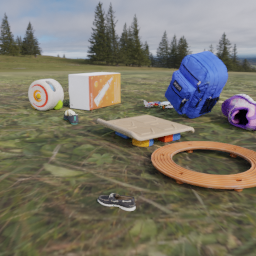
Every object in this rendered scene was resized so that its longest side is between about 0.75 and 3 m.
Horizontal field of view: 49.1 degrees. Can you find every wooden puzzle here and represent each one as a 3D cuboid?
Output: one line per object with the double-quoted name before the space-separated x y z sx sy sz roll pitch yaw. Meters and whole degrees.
"wooden puzzle" 0.565 0.080 9.757 2.610 0.604 2.418 -5 15 -34

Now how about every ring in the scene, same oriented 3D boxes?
"ring" 2.091 0.904 7.149 3.004 0.288 3.004 -1 15 0

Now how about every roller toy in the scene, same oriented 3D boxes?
"roller toy" -4.277 -1.711 14.443 1.726 1.575 1.206 7 16 24

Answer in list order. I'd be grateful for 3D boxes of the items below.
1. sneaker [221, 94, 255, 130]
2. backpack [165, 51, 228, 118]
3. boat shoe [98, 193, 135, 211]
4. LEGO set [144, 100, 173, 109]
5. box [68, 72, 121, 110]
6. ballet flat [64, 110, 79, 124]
"sneaker" 4.523 -0.604 11.291 1.314 1.195 2.972 -11 18 -12
"backpack" 2.971 -1.887 12.203 2.156 2.569 2.088 -19 58 -32
"boat shoe" -0.226 1.379 5.393 0.790 0.238 0.292 8 17 27
"LEGO set" 1.851 -1.384 15.431 1.543 0.507 2.066 3 15 25
"box" -1.767 -2.121 15.544 1.409 1.798 2.891 9 17 32
"ballet flat" -2.469 -0.538 12.173 0.518 0.518 1.418 -7 16 -25
